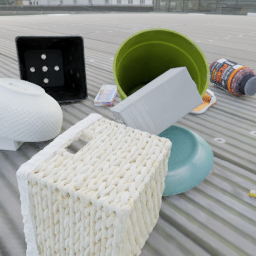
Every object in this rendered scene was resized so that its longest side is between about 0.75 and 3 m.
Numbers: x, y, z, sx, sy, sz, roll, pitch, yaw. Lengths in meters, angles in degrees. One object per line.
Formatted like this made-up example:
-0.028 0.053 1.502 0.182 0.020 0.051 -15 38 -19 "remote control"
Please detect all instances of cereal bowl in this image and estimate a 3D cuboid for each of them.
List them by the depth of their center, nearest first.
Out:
-3.423 -0.738 8.728 2.955 1.230 2.955 18 17 -6 "cereal bowl"

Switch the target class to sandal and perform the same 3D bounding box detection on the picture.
3.033 -1.204 11.258 0.831 0.622 2.170 14 31 24 "sandal"

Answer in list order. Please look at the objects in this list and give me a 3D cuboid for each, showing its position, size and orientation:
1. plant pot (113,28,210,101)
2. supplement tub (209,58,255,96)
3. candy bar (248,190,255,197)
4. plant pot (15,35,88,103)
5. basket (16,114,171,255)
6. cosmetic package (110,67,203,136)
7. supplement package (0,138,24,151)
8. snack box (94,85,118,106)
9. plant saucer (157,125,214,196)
0.755 -1.098 8.016 2.434 2.344 2.434 1 72 -4 "plant pot"
4.749 -2.238 12.511 1.316 1.316 2.460 -10 29 -18 "supplement tub"
3.281 1.626 6.403 1.000 0.111 0.249 13 27 25 "candy bar"
-3.337 -2.482 11.797 2.565 2.571 2.281 -9 17 -24 "plant pot"
-0.467 1.269 4.967 1.768 2.199 2.179 17 32 19 "basket"
0.618 -0.479 6.022 1.748 0.933 0.788 -34 17 -14 "cosmetic package"
-3.843 -0.138 8.748 1.369 1.053 1.431 5 28 9 "supplement package"
-0.921 -1.445 12.130 0.715 0.242 1.987 3 28 5 "snack box"
0.897 0.630 7.327 2.572 0.462 2.572 -9 35 6 "plant saucer"
